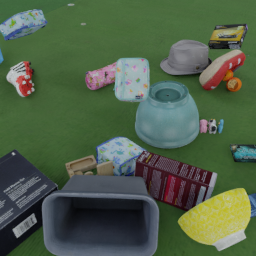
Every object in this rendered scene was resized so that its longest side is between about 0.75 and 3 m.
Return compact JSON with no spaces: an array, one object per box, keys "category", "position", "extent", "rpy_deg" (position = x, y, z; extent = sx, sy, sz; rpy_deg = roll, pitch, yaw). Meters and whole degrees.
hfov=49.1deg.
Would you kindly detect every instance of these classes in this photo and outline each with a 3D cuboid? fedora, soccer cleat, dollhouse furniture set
[{"category":"fedora","position":[3.175,-3.913,14.994],"extent":[2.811,1.269,2.486],"rpy_deg":[-5,37,-5]},{"category":"soccer cleat","position":[-5.295,-2.329,13.626],"extent":[1.243,1.001,2.918],"rpy_deg":[-16,41,-2]},{"category":"dollhouse furniture set","position":[-1.353,1.247,9.412],"extent":[1.312,1.124,1.379],"rpy_deg":[-17,44,-18]}]

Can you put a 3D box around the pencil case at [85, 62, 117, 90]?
[{"category":"pencil case","position":[-0.989,-2.695,13.977],"extent":[2.322,0.961,1.005],"rpy_deg":[-27,85,-27]}]

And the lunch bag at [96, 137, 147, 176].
[{"category":"lunch bag","position":[-0.167,0.967,9.831],"extent":[1.298,0.972,1.526],"rpy_deg":[33,46,31]}]

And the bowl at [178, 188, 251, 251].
[{"category":"bowl","position":[2.478,2.574,7.470],"extent":[2.019,2.019,1.086],"rpy_deg":[-15,59,-16]}]

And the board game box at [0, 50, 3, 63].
[{"category":"board game box","position":[-7.401,-4.189,14.615],"extent":[0.462,2.292,1.754],"rpy_deg":[6,43,4]}]

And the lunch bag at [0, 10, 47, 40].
[{"category":"lunch bag","position":[-4.124,-4.051,11.037],"extent":[1.344,0.690,1.672],"rpy_deg":[-13,22,30]}]

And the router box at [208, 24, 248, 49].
[{"category":"router box","position":[3.476,-3.178,9.761],"extent":[1.105,0.289,0.869],"rpy_deg":[12,71,39]}]

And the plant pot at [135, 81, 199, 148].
[{"category":"plant pot","position":[1.541,-0.740,11.042],"extent":[2.630,1.762,2.630],"rpy_deg":[-3,40,3]}]

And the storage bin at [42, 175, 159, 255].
[{"category":"storage bin","position":[-0.642,2.347,7.822],"extent":[2.847,2.072,1.912],"rpy_deg":[2,14,2]}]

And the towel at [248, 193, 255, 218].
[{"category":"towel","position":[3.842,2.410,8.732],"extent":[1.238,0.300,0.691],"rpy_deg":[-12,42,-13]}]

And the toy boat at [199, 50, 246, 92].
[{"category":"toy boat","position":[4.771,-2.501,13.529],"extent":[2.646,1.727,1.729],"rpy_deg":[-30,79,-29]}]

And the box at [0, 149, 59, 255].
[{"category":"box","position":[-3.602,2.181,8.256],"extent":[2.203,1.260,2.420],"rpy_deg":[32,51,29]}]

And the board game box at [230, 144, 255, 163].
[{"category":"board game box","position":[4.504,0.942,10.474],"extent":[1.202,0.169,0.813],"rpy_deg":[1,42,1]}]

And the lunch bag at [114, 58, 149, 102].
[{"category":"lunch bag","position":[0.084,-1.173,6.959],"extent":[0.876,1.093,0.421],"rpy_deg":[2,0,-1]}]

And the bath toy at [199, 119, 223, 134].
[{"category":"bath toy","position":[3.153,-0.117,11.411],"extent":[1.378,0.509,0.599],"rpy_deg":[0,42,1]}]

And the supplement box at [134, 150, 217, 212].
[{"category":"supplement box","position":[1.385,1.704,8.722],"extent":[2.385,1.298,0.726],"rpy_deg":[17,33,17]}]
